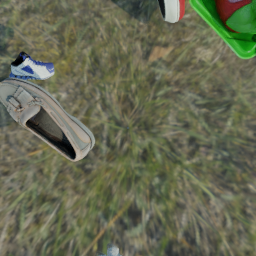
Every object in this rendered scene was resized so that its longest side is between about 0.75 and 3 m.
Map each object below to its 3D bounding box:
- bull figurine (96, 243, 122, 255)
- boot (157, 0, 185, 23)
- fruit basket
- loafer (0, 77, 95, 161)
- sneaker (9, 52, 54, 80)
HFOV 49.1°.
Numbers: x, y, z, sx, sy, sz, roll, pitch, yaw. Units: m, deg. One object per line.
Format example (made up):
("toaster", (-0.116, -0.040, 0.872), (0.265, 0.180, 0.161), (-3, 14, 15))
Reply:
("bull figurine", (-0.233, 2.245, 3.026), (2.730, 0.889, 1.657), (17, 47, 20))
("boot", (1.486, -3.362, 5.621), (1.896, 0.952, 2.629), (0, 75, 1))
("fruit basket", (2.783, -2.495, 4.831), (2.206, 3.059, 3.059), (38, 71, -19))
("loafer", (-1.190, -0.129, 3.901), (1.594, 0.501, 0.573), (36, 117, -4))
("sneaker", (-1.943, -1.267, 5.663), (0.905, 0.522, 0.365), (-16, 51, -27))
